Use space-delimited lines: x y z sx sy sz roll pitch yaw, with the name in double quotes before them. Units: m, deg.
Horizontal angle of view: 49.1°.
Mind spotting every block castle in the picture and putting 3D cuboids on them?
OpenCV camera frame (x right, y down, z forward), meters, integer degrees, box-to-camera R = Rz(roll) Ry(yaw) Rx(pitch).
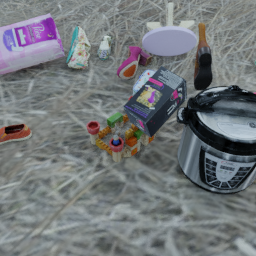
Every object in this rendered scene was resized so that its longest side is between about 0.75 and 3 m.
"block castle" -0.046 -0.095 8.686 2.178 1.022 1.455 -34 53 -31

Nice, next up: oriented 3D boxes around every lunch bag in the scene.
"lunch bag" 0.908 -1.562 10.564 1.284 0.605 1.602 16 46 19

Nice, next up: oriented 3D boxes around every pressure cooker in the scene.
"pressure cooker" 2.510 0.147 7.232 2.289 2.602 2.325 -23 50 -26

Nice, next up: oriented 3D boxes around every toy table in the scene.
"toy table" 1.843 -4.239 12.490 2.315 2.128 1.356 7 59 -2

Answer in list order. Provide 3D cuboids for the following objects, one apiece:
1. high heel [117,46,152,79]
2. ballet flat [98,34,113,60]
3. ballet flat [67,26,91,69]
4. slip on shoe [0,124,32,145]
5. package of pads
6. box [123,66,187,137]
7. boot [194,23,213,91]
"high heel" -0.056 -2.763 11.629 1.211 0.850 2.520 31 36 16
"ballet flat" -1.062 -3.837 12.970 0.626 0.626 1.741 5 44 5
"ballet flat" -2.151 -3.514 12.541 0.912 1.079 2.853 21 43 -22
"slip on shoe" -3.894 0.176 8.790 1.609 0.492 0.596 -10 46 -8
"package of pads" -4.258 -3.451 11.615 2.905 1.099 1.750 -18 74 -6
"box" 0.672 -0.604 6.574 0.734 0.846 1.384 38 80 27
"boot" 2.148 -2.091 8.345 0.534 1.467 1.558 -6 47 12
